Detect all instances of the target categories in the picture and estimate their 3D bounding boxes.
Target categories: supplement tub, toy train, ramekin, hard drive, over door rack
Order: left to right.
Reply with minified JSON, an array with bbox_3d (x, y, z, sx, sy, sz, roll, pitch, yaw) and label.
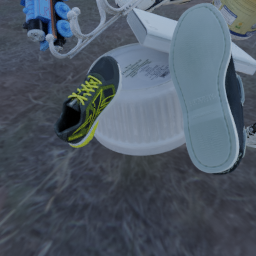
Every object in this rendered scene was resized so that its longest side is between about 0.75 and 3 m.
[{"bbox_3d":[-2.536,-3.556,8.591,1.412,1.071,2.471,5,73,-40],"label":"toy train"},{"bbox_3d":[-0.109,-2.348,5.180,2.661,0.886,1.966,-38,15,-36],"label":"over door rack"},{"bbox_3d":[0.316,-0.781,5.921,2.549,1.338,2.549,-6,39,5],"label":"ramekin"},{"bbox_3d":[1.246,-1.763,5.649,2.369,0.311,1.563,9,35,-20],"label":"hard drive"},{"bbox_3d":[2.979,-3.249,6.674,1.408,1.951,1.408,8,62,-15],"label":"supplement tub"}]

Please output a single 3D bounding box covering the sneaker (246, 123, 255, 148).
[{"bbox_3d":[1.913,0.080,4.687,0.990,0.569,0.374,-2,56,4],"label":"sneaker"}]

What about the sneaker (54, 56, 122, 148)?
[{"bbox_3d":[-0.493,-0.354,3.583,0.483,0.549,1.298,23,88,21],"label":"sneaker"}]

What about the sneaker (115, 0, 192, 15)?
[{"bbox_3d":[1.029,-3.588,6.938,2.544,1.016,1.656,-13,6,-23],"label":"sneaker"}]

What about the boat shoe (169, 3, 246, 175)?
[{"bbox_3d":[1.119,-0.538,3.904,0.890,2.353,0.710,-6,-12,32],"label":"boat shoe"}]
